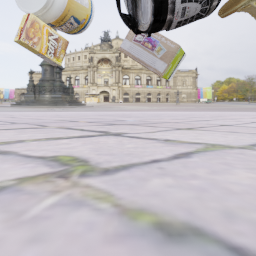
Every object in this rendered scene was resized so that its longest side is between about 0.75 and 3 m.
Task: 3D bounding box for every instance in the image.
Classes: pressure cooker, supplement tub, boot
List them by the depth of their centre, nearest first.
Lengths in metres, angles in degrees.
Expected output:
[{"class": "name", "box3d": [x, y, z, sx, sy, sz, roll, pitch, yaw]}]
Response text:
[{"class": "pressure cooker", "box3d": [0.781, -3.277, 6.493, 2.299, 2.022, 2.054, -20, 13, -13]}, {"class": "boot", "box3d": [3.083, -3.000, 7.195, 1.280, 0.466, 0.995, -26, -45, 34]}, {"class": "supplement tub", "box3d": [-2.205, -3.901, 8.682, 1.583, 1.583, 2.189, 2, 4, 25]}]

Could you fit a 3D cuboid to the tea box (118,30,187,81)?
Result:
[{"class": "tea box", "box3d": [0.910, -2.649, 9.797, 1.788, 1.194, 1.759, 35, 13, 14]}]

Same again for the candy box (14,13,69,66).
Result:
[{"class": "candy box", "box3d": [-2.378, -2.429, 7.857, 0.392, 0.819, 1.419, 9, -12, 39]}]
